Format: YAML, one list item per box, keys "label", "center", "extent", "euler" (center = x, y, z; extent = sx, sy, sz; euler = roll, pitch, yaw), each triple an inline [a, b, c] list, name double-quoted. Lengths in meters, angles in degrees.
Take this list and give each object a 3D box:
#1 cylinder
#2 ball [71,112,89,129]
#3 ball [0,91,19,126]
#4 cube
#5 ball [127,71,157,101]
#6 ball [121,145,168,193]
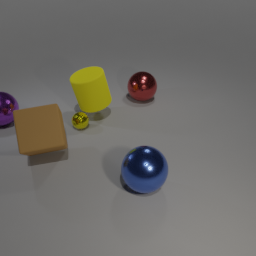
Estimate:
- label: "cylinder"
  center: [-1.500, -1.577, 11.449]
  extent: [1.400, 1.400, 1.400]
  euler: [-10, 36, 7]
- label: "ball"
  center: [-1.918, -0.298, 11.252]
  extent: [0.700, 0.700, 0.700]
  euler: [0, 33, 0]
- label: "ball"
  center: [-5.157, -0.780, 11.341]
  extent: [1.400, 1.400, 1.400]
  euler: [0, 33, 0]
- label: "cube"
  center: [-2.889, 0.099, 9.432]
  extent: [1.400, 1.400, 1.400]
  euler: [-11, -7, -9]
- label: "ball"
  center: [0.669, -1.951, 13.156]
  extent: [1.400, 1.400, 1.400]
  euler: [0, 33, 0]
- label: "ball"
  center: [0.493, 1.218, 8.303]
  extent: [1.400, 1.400, 1.400]
  euler: [0, 33, 0]
